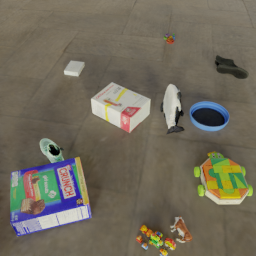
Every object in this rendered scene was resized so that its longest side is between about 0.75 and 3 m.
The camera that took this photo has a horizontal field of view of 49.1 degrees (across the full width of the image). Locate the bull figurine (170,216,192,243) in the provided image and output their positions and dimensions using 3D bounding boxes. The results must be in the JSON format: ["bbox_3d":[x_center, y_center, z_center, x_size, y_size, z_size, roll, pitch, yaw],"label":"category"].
[{"bbox_3d":[1.503,2.909,8.037,0.483,0.259,0.796,-20,47,-17],"label":"bull figurine"}]

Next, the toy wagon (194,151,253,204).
[{"bbox_3d":[3.071,1.529,9.307,1.655,0.422,2.133,0,45,-1],"label":"toy wagon"}]

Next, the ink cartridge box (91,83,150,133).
[{"bbox_3d":[-0.306,-0.890,11.448,1.998,0.833,1.450,27,51,24],"label":"ink cartridge box"}]

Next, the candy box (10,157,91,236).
[{"bbox_3d":[-2.348,2.012,8.519,2.177,0.839,1.841,-11,44,-12],"label":"candy box"}]

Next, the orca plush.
[{"bbox_3d":[2.033,-0.711,11.295,0.859,1.272,2.417,21,37,-23],"label":"orca plush"}]

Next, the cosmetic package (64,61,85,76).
[{"bbox_3d":[-2.669,-2.984,13.985,0.725,0.249,0.962,11,46,8],"label":"cosmetic package"}]

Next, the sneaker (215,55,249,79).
[{"bbox_3d":[5.100,-3.034,13.817,1.834,0.551,0.957,20,53,23],"label":"sneaker"}]

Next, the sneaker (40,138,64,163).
[{"bbox_3d":[-2.665,0.672,9.783,0.569,0.912,1.546,-27,52,-26],"label":"sneaker"}]

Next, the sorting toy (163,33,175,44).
[{"bbox_3d":[2.418,-5.238,16.153,0.582,0.398,0.969,-10,45,-10],"label":"sorting toy"}]

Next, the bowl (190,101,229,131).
[{"bbox_3d":[3.295,-0.475,11.413,1.571,0.308,1.571,0,45,0],"label":"bowl"}]

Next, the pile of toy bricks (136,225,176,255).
[{"bbox_3d":[0.735,3.061,7.678,1.089,0.538,0.604,28,51,25],"label":"pile of toy bricks"}]
